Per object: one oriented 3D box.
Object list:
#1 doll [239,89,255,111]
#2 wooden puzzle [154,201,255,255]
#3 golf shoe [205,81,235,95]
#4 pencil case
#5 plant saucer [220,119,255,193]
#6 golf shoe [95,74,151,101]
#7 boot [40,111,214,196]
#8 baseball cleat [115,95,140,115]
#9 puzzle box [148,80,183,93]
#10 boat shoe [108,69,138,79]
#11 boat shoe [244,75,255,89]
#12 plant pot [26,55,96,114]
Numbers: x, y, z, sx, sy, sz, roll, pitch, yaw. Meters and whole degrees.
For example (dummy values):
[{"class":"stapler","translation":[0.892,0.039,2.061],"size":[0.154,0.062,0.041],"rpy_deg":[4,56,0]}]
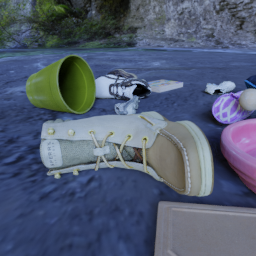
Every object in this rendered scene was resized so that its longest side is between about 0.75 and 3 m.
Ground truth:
[{"class":"doll","translation":[3.610,-0.450,5.817],"size":[2.460,0.596,1.679],"rpy_deg":[13,28,16]},{"class":"wooden puzzle","translation":[1.184,1.357,2.771],"size":[1.844,0.371,1.993],"rpy_deg":[3,14,8]},{"class":"golf shoe","translation":[3.720,-1.493,11.060],"size":[1.282,0.502,0.623],"rpy_deg":[-9,37,-10]},{"class":"pencil case","translation":[2.900,-0.600,7.455],"size":[0.787,0.801,1.875],"rpy_deg":[44,32,19]},{"class":"plant saucer","translation":[2.924,0.561,4.441],"size":[2.858,0.724,2.858],"rpy_deg":[1,19,0]},{"class":"golf shoe","translation":[-0.257,-1.434,10.039],"size":[2.312,0.899,1.092],"rpy_deg":[-6,20,-13]},{"class":"boot","translation":[-0.220,0.368,4.494],"size":[2.279,1.062,2.947],"rpy_deg":[-4,14,-14]},{"class":"baseball cleat","translation":[-0.025,-0.719,8.599],"size":[0.698,0.458,1.312],"rpy_deg":[3,18,8]},{"class":"puzzle box","translation":[1.444,-1.861,12.289],"size":[1.188,0.227,1.786],"rpy_deg":[17,25,39]},{"class":"boat shoe","translation":[-0.386,-2.277,12.788],"size":[0.704,0.715,1.920],"rpy_deg":[-17,24,-41]},{"class":"boat shoe","translation":[4.498,-1.277,8.912],"size":[0.775,0.950,2.258],"rpy_deg":[-30,33,11]},{"class":"plant pot","translation":[-2.159,-1.237,8.626],"size":[1.664,1.728,1.728],"rpy_deg":[-3,15,31]}]
